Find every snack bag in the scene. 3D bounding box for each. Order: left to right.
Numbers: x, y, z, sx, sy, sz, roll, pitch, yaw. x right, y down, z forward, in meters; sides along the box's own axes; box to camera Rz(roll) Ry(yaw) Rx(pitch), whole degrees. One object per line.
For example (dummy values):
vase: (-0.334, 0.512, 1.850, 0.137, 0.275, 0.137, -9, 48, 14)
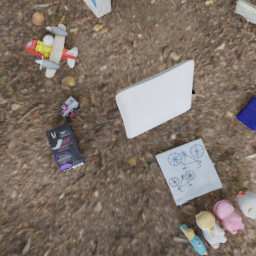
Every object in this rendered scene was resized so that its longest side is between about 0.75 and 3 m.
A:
snack bag: (2.335, 1.624, 10.613, 1.971, 0.224, 2.090, -21, 72, -6)

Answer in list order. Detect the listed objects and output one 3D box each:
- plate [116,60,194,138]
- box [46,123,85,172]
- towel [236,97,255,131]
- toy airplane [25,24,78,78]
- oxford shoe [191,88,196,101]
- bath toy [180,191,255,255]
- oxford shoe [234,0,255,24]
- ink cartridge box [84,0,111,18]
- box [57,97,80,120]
plate: (0.833, -0.852, 8.464, 2.377, 2.382, 0.385, -26, 58, -6)
box: (-2.353, 0.758, 10.580, 0.941, 0.817, 1.540, -22, 73, -7)
towel: (5.117, -0.569, 11.324, 0.934, 0.313, 1.265, 41, 76, 19)
toy airplane: (-3.046, -3.264, 11.616, 1.976, 1.400, 1.984, -35, 74, -13)
oxford shoe: (2.203, -1.775, 11.551, 1.554, 0.581, 0.548, 38, 76, 12)
bath toy: (3.294, 3.077, 9.753, 2.887, 1.067, 1.256, -29, 118, -8)
oxford shoe: (5.746, -5.053, 12.666, 2.160, 0.624, 0.812, 27, 42, -5)
ink cartridge box: (-1.733, -6.338, 12.669, 0.775, 1.339, 2.305, -33, 75, -10)
box: (-2.376, -0.796, 11.262, 0.445, 0.512, 0.775, 40, 76, 12)
